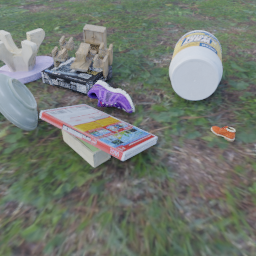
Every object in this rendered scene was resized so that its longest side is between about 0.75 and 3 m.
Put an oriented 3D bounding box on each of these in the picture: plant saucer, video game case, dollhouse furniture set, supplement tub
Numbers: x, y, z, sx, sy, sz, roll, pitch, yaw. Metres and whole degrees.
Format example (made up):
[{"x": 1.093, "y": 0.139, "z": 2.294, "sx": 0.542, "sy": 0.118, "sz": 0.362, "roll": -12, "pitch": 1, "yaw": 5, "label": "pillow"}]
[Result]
[{"x": -3.452, "y": -0.943, "z": 8.760, "sx": 0.548, "sy": 2.185, "sz": 2.185, "roll": -33, "pitch": 40, "yaw": 6, "label": "plant saucer"}, {"x": -0.813, "y": -0.004, "z": 8.304, "sx": 2.928, "sy": 0.255, "sz": 2.094, "roll": 24, "pitch": 20, "yaw": 23, "label": "video game case"}, {"x": -1.688, "y": -3.060, "z": 11.943, "sx": 2.166, "sy": 1.534, "sz": 2.358, "roll": 11, "pitch": 52, "yaw": 7, "label": "dollhouse furniture set"}, {"x": 2.646, "y": -2.451, "z": 10.872, "sx": 1.942, "sy": 1.942, "sz": 2.685, "roll": 8, "pitch": 38, "yaw": 10, "label": "supplement tub"}]

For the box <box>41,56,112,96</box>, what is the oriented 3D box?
[{"x": -2.102, "y": -2.237, "z": 11.723, "sx": 2.331, "sy": 0.580, "sz": 1.838, "roll": 18, "pitch": 41, "yaw": 24, "label": "box"}]

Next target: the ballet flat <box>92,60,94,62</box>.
[{"x": -1.856, "y": -3.076, "z": 12.833, "sx": 1.163, "sy": 0.394, "sz": 0.421, "roll": 2, "pitch": 39, "yaw": 38, "label": "ballet flat"}]

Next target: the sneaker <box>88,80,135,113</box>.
[{"x": -0.607, "y": -0.950, "z": 10.011, "sx": 2.026, "sy": 0.817, "sz": 0.845, "roll": 28, "pitch": 62, "yaw": 32, "label": "sneaker"}]

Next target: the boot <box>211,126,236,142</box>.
[{"x": 3.018, "y": 0.065, "z": 8.850, "sx": 0.808, "sy": 0.433, "sz": 0.303, "roll": 28, "pitch": 47, "yaw": 34, "label": "boot"}]

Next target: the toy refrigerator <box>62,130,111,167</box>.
[{"x": -1.258, "y": 0.413, "z": 8.270, "sx": 0.613, "sy": 0.565, "sz": 1.616, "roll": -28, "pitch": 45, "yaw": -32, "label": "toy refrigerator"}]

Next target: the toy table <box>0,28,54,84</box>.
[{"x": -4.577, "y": -3.104, "z": 12.003, "sx": 2.614, "sy": 1.665, "sz": 2.844, "roll": 19, "pitch": 42, "yaw": 23, "label": "toy table"}]
